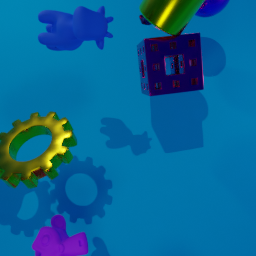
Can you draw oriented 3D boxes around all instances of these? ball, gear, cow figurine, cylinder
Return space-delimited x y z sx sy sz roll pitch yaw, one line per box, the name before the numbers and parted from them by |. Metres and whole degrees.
ball | 1.934 -3.342 6.853 1.187 1.187 1.187 0 82 0
gear | -1.980 0.402 5.880 1.777 0.329 1.777 -8 48 8
cow figurine | -0.933 -1.758 5.099 1.331 1.353 0.742 2 94 -3
cylinder | 0.884 -2.489 5.379 1.011 1.011 1.011 40 125 5

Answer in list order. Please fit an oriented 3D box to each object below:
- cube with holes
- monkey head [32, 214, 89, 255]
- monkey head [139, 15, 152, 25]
cube with holes | 0.925 -1.430 6.461 1.193 1.193 1.193 -8 101 -4
monkey head | -1.206 2.314 5.268 1.113 0.932 1.547 -16 63 2
monkey head | 0.753 -2.914 7.002 0.901 0.755 1.253 28 64 -14
